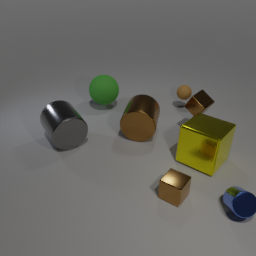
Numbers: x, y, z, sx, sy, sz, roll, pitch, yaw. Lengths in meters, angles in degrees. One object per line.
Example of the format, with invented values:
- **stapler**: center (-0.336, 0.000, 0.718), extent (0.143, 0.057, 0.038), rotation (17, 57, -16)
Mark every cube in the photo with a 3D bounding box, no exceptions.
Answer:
- **cube**: center (2.778, -0.934, 10.912), extent (0.700, 0.700, 0.700), rotation (-33, 75, -31)
- **cube**: center (1.377, 1.749, 8.265), extent (0.700, 0.700, 0.700), rotation (21, 37, 30)
- **cube**: center (2.642, 0.501, 9.580), extent (1.400, 1.400, 1.400), rotation (23, 35, 32)

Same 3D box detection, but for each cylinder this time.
- **cylinder**: center (3.046, 1.999, 7.613), extent (0.700, 0.700, 0.700), rotation (-1, 1, -1)
- **cylinder**: center (-2.418, -0.124, 10.558), extent (1.400, 1.400, 1.400), rotation (-17, 41, -26)
- **cylinder**: center (0.501, -0.414, 11.108), extent (1.400, 1.400, 1.400), rotation (6, 34, 10)

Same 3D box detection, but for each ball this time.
- **ball**: center (2.615, -1.654, 13.022), extent (0.700, 0.700, 0.700), rotation (0, 31, 0)
- **ball**: center (-1.118, -1.782, 13.058), extent (1.400, 1.400, 1.400), rotation (0, 31, 0)
